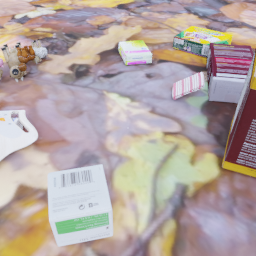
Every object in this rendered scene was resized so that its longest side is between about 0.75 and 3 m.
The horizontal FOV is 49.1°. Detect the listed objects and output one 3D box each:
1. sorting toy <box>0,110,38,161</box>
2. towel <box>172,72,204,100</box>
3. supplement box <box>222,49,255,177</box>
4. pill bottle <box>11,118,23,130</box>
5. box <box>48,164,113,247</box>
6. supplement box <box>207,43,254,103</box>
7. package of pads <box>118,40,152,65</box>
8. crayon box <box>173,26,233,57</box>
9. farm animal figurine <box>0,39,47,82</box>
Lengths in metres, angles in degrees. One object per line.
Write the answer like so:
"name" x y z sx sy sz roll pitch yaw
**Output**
"sorting toy" -3.713 0.080 7.466 2.240 1.329 2.488 -14 41 -32
"towel" 2.026 -1.423 9.429 1.130 0.169 0.827 -20 37 27
"supplement box" 3.881 -0.252 6.118 2.766 2.805 1.862 15 49 17
"pill bottle" -3.586 -0.038 8.014 0.977 0.556 0.556 4 40 5
"box" -0.967 1.557 5.720 1.168 1.006 1.174 -8 42 -10
"supplement box" 3.752 -2.073 10.191 1.618 0.905 2.973 7 41 9
"package of pads" 0.260 -3.201 11.883 1.159 0.511 1.500 -7 39 -10
"crayon box" 3.375 -3.925 12.671 2.068 0.603 1.784 25 46 27
"farm animal figurine" -4.416 -2.376 10.439 2.435 1.270 2.408 -6 27 5
